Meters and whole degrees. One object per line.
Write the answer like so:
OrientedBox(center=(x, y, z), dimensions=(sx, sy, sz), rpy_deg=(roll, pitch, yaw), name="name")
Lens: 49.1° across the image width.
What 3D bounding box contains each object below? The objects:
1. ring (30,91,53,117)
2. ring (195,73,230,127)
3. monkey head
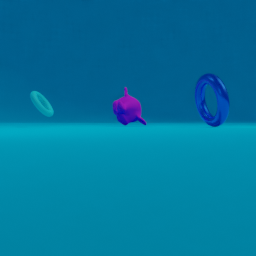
OrientedBox(center=(-3.140, -0.881, 10.234), dimensions=(0.222, 1.111, 1.111), rpy_deg=(-36, -3, 5), name="ring")
OrientedBox(center=(2.928, -0.976, 9.905), dimensions=(0.381, 1.907, 1.907), rpy_deg=(-12, 4, -13), name="ring")
OrientedBox(center=(0.019, -0.868, 11.950), dimensions=(1.176, 1.952, 1.405), rpy_deg=(-26, -13, -13), name="monkey head")
